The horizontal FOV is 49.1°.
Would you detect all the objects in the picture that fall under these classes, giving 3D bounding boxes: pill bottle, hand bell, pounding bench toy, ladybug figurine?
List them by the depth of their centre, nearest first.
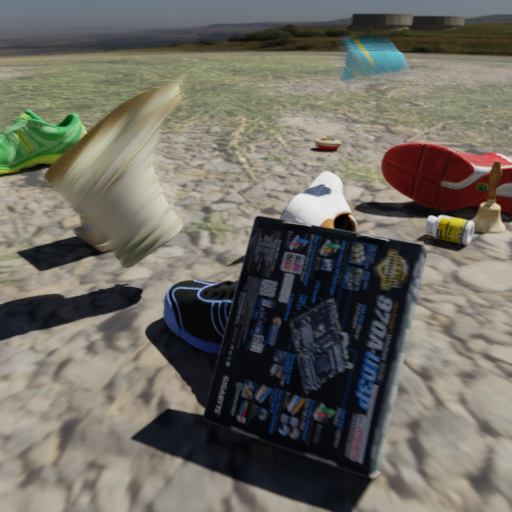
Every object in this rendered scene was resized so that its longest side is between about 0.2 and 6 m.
[{"bbox_3d":[3.355,-0.463,9.744,0.746,0.419,0.419,16,29,33],"label":"pill bottle"},{"bbox_3d":[-2.299,-1.062,9.768,1.662,1.296,1.032,-23,34,-36],"label":"pounding bench toy"},{"bbox_3d":[4.272,-1.096,10.123,0.653,1.255,0.653,0,24,0],"label":"hand bell"},{"bbox_3d":[2.011,-3.122,15.711,0.782,0.281,0.531,11,27,23],"label":"ladybug figurine"}]

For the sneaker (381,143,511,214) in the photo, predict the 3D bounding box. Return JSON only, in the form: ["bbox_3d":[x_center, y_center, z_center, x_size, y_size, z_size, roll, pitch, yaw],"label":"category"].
[{"bbox_3d":[4.247,-1.669,11.808,3.239,1.269,1.871,17,19,8],"label":"sneaker"}]

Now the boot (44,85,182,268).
[{"bbox_3d":[-1.538,-1.148,7.809,0.822,1.763,2.280,4,46,49],"label":"boot"}]

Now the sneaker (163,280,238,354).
[{"bbox_3d":[0.067,0.613,6.497,2.956,1.151,1.036,17,30,32],"label":"sneaker"}]

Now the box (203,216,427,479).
[{"bbox_3d":[0.542,0.758,5.228,1.647,2.072,0.477,11,-8,23],"label":"box"}]

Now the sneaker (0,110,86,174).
[{"bbox_3d":[-5.819,-2.872,13.827,3.331,1.392,1.234,-22,34,-38],"label":"sneaker"}]

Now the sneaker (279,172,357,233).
[{"bbox_3d":[1.252,-0.674,9.896,1.166,1.003,2.754,31,29,8],"label":"sneaker"}]

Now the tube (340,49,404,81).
[{"bbox_3d":[1.952,-3.264,9.489,1.334,0.517,0.336,-17,39,-33],"label":"tube"}]
